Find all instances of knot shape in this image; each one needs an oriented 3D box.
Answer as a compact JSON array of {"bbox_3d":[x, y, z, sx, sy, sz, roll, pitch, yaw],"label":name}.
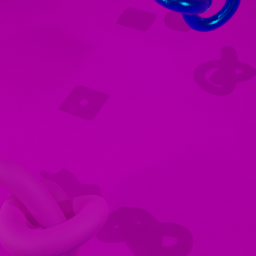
[{"bbox_3d":[-1.281,1.033,3.621,1.808,1.932,0.893,24,72,-10],"label":"knot shape"},{"bbox_3d":[1.542,-2.914,5.915,1.904,0.940,2.034,36,75,-25],"label":"knot shape"}]
